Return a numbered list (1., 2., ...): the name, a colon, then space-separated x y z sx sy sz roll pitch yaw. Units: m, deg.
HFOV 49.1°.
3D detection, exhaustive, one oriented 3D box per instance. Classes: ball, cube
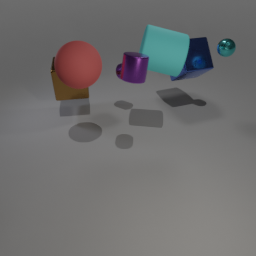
1. ball: 3.830 -3.124 10.908 0.700 0.700 0.700 0 32 0
2. cube: -2.427 -2.148 11.911 1.400 1.400 1.400 -5 38 -6
3. cube: 2.648 -2.994 12.281 1.400 1.400 1.400 -11 -3 -19
4. ball: -1.472 -1.870 8.334 1.400 1.400 1.400 0 32 0

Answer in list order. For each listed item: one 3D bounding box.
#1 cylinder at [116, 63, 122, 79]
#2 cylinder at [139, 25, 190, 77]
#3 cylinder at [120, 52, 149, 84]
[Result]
1. cylinder: -0.033 -2.386 11.685 0.700 0.700 0.700 -28 22 -37
2. cylinder: 1.131 -2.542 9.276 1.400 1.400 1.400 13 32 -5
3. cylinder: 0.178 -1.628 7.542 0.700 0.700 0.700 7 25 -3
